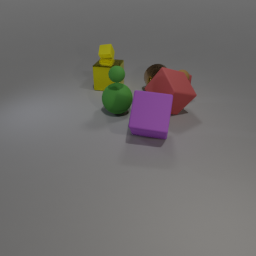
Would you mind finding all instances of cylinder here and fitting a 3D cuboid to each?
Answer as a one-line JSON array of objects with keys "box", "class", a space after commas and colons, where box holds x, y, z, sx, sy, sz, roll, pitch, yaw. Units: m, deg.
[{"box": [1.607, -2.429, 14.493, 1.400, 1.400, 1.400, -3, 32, -5], "class": "cylinder"}]

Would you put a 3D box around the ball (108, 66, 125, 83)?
[{"box": [-0.469, -2.241, 11.679, 0.700, 0.700, 0.700, 0, 30, 0], "class": "ball"}]

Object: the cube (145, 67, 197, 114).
[{"box": [1.841, -1.589, 12.300, 1.400, 1.400, 1.400, 3, 54, -37], "class": "cube"}]

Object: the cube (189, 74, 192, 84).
[{"box": [2.957, -2.598, 15.274, 0.700, 0.700, 0.700, -10, 31, -22], "class": "cube"}]

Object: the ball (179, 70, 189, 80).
[{"box": [2.630, -2.481, 13.611, 0.700, 0.700, 0.700, 0, 30, 0], "class": "ball"}]

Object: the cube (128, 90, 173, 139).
[{"box": [0.873, -0.463, 10.509, 1.400, 1.400, 1.400, 8, -11, 8], "class": "cube"}]

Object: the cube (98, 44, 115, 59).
[{"box": [-1.211, -4.256, 15.923, 0.700, 0.700, 0.700, -2, 65, 15], "class": "cube"}]

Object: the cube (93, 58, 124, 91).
[{"box": [-1.043, -2.925, 15.437, 1.400, 1.400, 1.400, 6, 31, 11], "class": "cube"}]

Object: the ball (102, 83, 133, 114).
[{"box": [-0.483, -1.341, 12.648, 1.400, 1.400, 1.400, 0, 30, 0], "class": "ball"}]
